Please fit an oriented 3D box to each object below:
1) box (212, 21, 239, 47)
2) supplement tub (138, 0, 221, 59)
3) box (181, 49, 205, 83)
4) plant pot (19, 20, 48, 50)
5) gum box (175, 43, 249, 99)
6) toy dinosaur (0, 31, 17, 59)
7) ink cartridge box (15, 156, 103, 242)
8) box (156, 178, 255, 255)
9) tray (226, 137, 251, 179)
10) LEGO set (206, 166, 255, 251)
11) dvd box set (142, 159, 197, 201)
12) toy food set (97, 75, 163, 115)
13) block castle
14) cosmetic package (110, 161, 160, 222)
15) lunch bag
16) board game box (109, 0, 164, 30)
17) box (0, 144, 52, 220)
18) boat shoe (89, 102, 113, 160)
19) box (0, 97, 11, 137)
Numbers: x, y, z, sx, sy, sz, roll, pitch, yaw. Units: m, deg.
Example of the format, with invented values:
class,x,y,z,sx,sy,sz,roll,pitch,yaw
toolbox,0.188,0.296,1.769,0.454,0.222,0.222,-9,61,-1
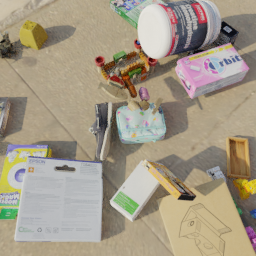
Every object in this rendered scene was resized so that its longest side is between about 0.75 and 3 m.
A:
class,x,y,z,sx,sy,sz,roll,pitch,yaw
box,4.376,-4.155,12.746,0.583,0.939,0.946,-36,69,-16
supplement tub,2.093,-4.118,11.528,2.953,2.072,2.072,-19,64,-24
box,3.212,-2.626,12.293,1.424,0.387,1.777,16,64,8
plant pot,-4.397,-4.339,12.830,0.937,0.965,0.943,20,66,9
gum box,3.328,-2.326,11.427,2.566,0.849,1.456,-20,66,-10
toy dinosaur,-5.699,-3.490,12.678,0.933,0.702,1.825,19,71,23
ink cartridge box,-2.174,2.361,9.304,2.668,0.543,2.673,8,64,-16
box,2.466,3.351,8.962,2.387,0.311,2.920,-21,65,10
tray,4.110,1.109,10.489,0.763,0.287,1.548,6,63,3
LEGO set,3.905,2.400,9.309,1.135,1.221,2.975,-19,65,-9
dvd box set,1.299,1.650,8.865,1.646,1.204,0.242,43,102,37
toy food set,0.097,-1.249,10.492,2.305,0.363,1.465,30,47,2
block castle,-0.068,-2.752,11.951,2.369,1.111,1.583,-28,67,-13
cosmetic package,0.323,2.165,9.681,0.980,0.773,1.822,32,69,17
lunch bag,0.540,-0.151,10.859,1.912,0.737,1.533,-7,64,-3
board game box,0.793,-5.812,13.861,1.991,0.431,2.958,-38,69,-18
box,-3.686,1.888,9.913,1.538,0.634,2.621,0,65,0
boat shoe,-1.060,0.079,10.685,0.793,0.918,2.528,3,57,4
box,-5.526,-0.444,11.191,1.303,0.398,1.646,-1,63,0
